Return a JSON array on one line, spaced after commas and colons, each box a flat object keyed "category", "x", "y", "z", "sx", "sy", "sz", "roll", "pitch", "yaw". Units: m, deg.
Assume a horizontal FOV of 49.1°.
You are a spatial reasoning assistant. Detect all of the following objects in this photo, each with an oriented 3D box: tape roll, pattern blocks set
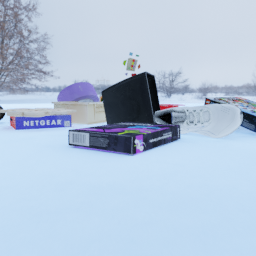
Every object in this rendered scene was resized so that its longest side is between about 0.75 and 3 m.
[{"category": "tape roll", "x": -2.856, "y": -1.596, "z": 16.132, "sx": 2.254, "sy": 0.958, "sz": 2.254, "roll": -23, "pitch": -20, "yaw": -9}, {"category": "pattern blocks set", "x": 0.159, "y": -2.685, "z": 11.939, "sx": 0.876, "sy": 0.996, "sz": 0.081, "roll": 17, "pitch": 10, "yaw": -35}]

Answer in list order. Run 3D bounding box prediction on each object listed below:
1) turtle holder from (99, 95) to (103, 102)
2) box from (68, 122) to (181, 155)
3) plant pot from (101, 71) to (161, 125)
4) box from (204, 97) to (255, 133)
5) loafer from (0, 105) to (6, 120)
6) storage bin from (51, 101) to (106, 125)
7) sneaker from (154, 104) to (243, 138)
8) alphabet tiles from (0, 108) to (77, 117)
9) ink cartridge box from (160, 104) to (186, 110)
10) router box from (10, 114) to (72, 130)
[{"category": "turtle holder", "x": -1.112, "y": -1.840, "z": 19.175, "sx": 1.681, "sy": 1.799, "sz": 2.367, "roll": 0, "pitch": 20, "yaw": -2}, {"category": "box", "x": 0.029, "y": 0.182, "z": 7.696, "sx": 1.956, "sy": 0.494, "sz": 2.736, "roll": 4, "pitch": 7, "yaw": 32}, {"category": "plant pot", "x": 0.164, "y": -0.892, "z": 10.925, "sx": 1.899, "sy": 2.136, "sz": 2.141, "roll": -9, "pitch": 4, "yaw": 16}, {"category": "box", "x": 4.527, "y": -0.508, "z": 10.263, "sx": 2.006, "sy": 0.554, "sz": 2.937, "roll": -5, "pitch": 23, "yaw": -29}, {"category": "loafer", "x": -6.336, "y": -0.491, "z": 12.311, "sx": 1.048, "sy": 1.072, "sz": 2.937, "roll": 40, "pitch": 8, "yaw": 6}, {"category": "storage bin", "x": -2.191, "y": -0.815, "z": 13.960, "sx": 2.219, "sy": 1.040, "sz": 2.203, "roll": 3, "pitch": 8, "yaw": 29}, {"category": "sneaker", "x": 2.034, "y": -0.222, "z": 8.563, "sx": 2.807, "sy": 1.046, "sz": 1.223, "roll": -5, "pitch": -9, "yaw": 44}, {"category": "alphabet tiles", "x": -3.561, "y": -0.639, "z": 11.260, "sx": 2.665, "sy": 0.199, "sz": 2.724, "roll": 3, "pitch": 8, "yaw": 8}, {"category": "ink cartridge box", "x": 1.581, "y": -0.842, "z": 14.799, "sx": 1.531, "sy": 0.886, "sz": 2.635, "roll": -5, "pitch": 8, "yaw": -37}, {"category": "router box", "x": -3.729, "y": -0.326, "z": 11.833, "sx": 2.211, "sy": 0.540, "sz": 1.985, "roll": -3, "pitch": 7, "yaw": -27}]
